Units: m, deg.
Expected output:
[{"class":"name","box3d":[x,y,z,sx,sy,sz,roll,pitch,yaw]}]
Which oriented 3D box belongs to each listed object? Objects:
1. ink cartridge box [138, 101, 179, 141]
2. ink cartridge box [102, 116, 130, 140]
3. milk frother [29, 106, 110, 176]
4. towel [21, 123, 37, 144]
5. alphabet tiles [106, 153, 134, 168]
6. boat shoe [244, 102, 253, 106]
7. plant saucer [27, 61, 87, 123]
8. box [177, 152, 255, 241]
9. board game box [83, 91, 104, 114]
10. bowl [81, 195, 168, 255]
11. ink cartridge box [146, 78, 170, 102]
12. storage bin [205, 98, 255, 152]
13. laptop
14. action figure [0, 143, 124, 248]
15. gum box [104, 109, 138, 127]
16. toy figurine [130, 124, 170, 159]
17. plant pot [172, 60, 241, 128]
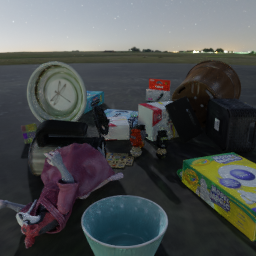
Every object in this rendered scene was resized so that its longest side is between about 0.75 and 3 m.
[{"class":"ink cartridge box","box3d":[1.365,-0.316,10.839,1.654,1.202,1.196,-8,19,-25]},{"class":"ink cartridge box","box3d":[-0.496,-0.009,10.870,1.029,0.597,1.394,-3,17,-5]},{"class":"milk frother","box3d":[-1.497,0.338,7.727,1.816,1.742,1.931,2,21,6]},{"class":"towel","box3d":[-3.572,0.190,10.250,0.542,0.754,0.086,-12,-19,-24]},{"class":"alphabet tiles","box3d":[-0.463,0.981,8.615,1.244,0.039,1.035,2,17,7]},{"class":"boat shoe","box3d":[6.266,-1.217,15.273,1.169,0.348,0.420,0,17,-1]},{"class":"plant saucer","box3d":[-2.891,-1.383,11.802,2.755,2.755,0.692,5,11,16]},{"class":"box","box3d":[2.504,1.302,6.506,1.668,0.687,2.842,-6,17,-21]},{"class":"board game box","box3d":[-2.878,-1.511,15.607,2.263,0.703,2.997,4,18,14]},{"class":"bowl","box3d":[-0.050,1.808,4.695,1.417,0.741,1.417,0,17,0]},{"class":"ink cartridge box","box3d":[1.813,-2.256,16.969,1.546,1.342,0.337,13,21,36]},{"class":"storage bin","box3d":[3.583,-0.159,9.896,1.019,1.469,2.173,0,17,-2]},{"class":"laptop","box3d":[2.149,-0.340,10.728,1.636,1.532,0.948,-25,-2,-24]},{"class":"action figure","box3d":[-1.423,1.426,5.807,1.722,1.915,2.571,-32,21,27]},{"class":"gum box","box3d":[-0.381,-0.471,12.778,1.716,0.382,1.458,5,18,15]},{"class":"toy figurine","box3d":[0.734,0.429,9.128,1.292,0.899,1.272,1,11,10]},{"class":"plant pot","box3d":[3.334,-1.407,12.460,2.720,2.720,2.692,10,28,30]}]
